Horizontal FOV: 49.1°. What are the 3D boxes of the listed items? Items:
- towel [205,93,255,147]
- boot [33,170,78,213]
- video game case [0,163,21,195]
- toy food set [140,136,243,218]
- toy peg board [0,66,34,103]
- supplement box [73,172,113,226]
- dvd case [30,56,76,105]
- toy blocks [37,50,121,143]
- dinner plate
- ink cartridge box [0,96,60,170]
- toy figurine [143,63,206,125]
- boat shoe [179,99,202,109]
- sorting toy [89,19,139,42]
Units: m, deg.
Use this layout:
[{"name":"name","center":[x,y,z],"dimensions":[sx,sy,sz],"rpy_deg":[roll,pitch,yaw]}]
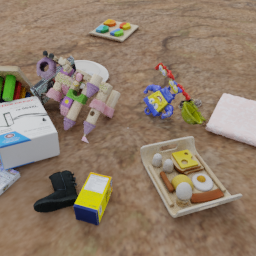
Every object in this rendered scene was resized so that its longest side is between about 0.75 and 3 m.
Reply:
[{"name":"towel","center":[4.769,-0.283,11.132],"dimensions":[2.742,0.442,2.619],"rpy_deg":[19,44,21]},{"name":"boot","center":[-2.203,1.891,8.568],"dimensions":[1.416,0.524,1.160],"rpy_deg":[-8,43,-20]},{"name":"video game case","center":[-4.229,1.638,9.066],"dimensions":[1.057,0.240,0.958],"rpy_deg":[20,45,21]},{"name":"toy food set","center":[1.840,1.360,8.807],"dimensions":[2.053,0.864,2.861],"rpy_deg":[-11,40,-15]},{"name":"toy peg board","center":[-5.260,-1.400,11.361],"dimensions":[2.459,2.448,1.203],"rpy_deg":[3,72,2]},{"name":"supplement box","center":[-0.989,2.055,8.237],"dimensions":[0.701,0.705,1.288],"rpy_deg":[12,43,12]},{"name":"dvd case","center":[-3.032,-1.954,11.785],"dimensions":[2.133,1.557,0.235],"rpy_deg":[-42,81,-14]},{"name":"toy blocks","center":[-2.097,-1.020,10.666],"dimensions":[2.578,2.758,2.322],"rpy_deg":[26,89,17]},{"name":"dinner plate","center":[-2.160,-2.683,13.393],"dimensions":[2.475,0.300,2.475],"rpy_deg":[4,44,-4]},{"name":"ink cartridge box","center":[-3.807,0.061,10.078],"dimensions":[1.908,1.102,2.613],"rpy_deg":[-16,42,-26]},{"name":"toy figurine","center":[1.577,-0.947,11.536],"dimensions":[2.992,1.792,1.578],"rpy_deg":[58,22,14]},{"name":"boat shoe","center":[2.720,-1.082,12.127],"dimensions":[1.073,0.319,0.385],"rpy_deg":[-11,42,-12]},{"name":"sorting toy","center":[-0.878,-6.424,18.134],"dimensions":[2.425,0.478,2.620],"rpy_deg":[19,44,21]}]
